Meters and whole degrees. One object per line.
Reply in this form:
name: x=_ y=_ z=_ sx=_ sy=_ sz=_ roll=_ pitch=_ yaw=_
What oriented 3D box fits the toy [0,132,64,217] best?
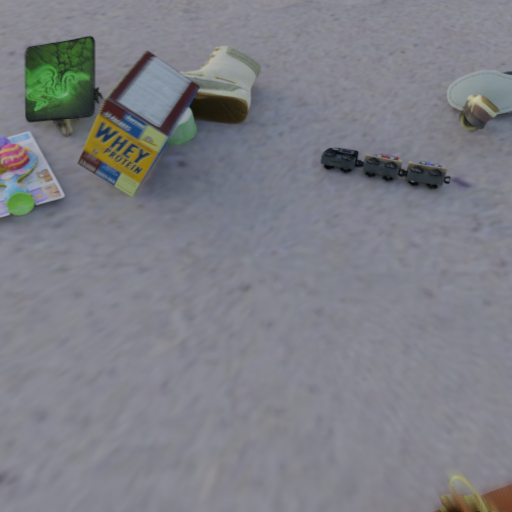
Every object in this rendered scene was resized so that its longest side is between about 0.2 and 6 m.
toy: x=-4.350 y=-1.583 z=9.654 sx=1.373 sy=0.563 sz=2.385 roll=-22 pitch=50 yaw=-21

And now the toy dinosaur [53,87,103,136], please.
toy dinosaur: x=-3.589 y=-3.158 z=11.252 sx=0.899 sy=0.484 sz=2.040 roll=-13 pitch=44 yaw=-3

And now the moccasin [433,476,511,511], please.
moccasin: x=1.945 y=2.543 z=5.266 sx=1.764 sy=0.681 sz=0.645 roll=-10 pitch=24 yaw=-15

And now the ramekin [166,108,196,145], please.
ramekin: x=-1.565 y=-2.516 z=10.596 sx=0.835 sy=0.408 sz=0.835 roll=-1 pitch=51 yaw=1

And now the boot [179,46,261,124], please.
boot: x=-1.134 y=-3.583 z=11.330 sx=2.301 sy=0.829 sz=1.779 roll=12 pitch=51 yaw=2

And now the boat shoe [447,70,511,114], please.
boat shoe: x=5.034 y=-3.247 z=11.137 sx=2.361 sy=0.893 sz=0.712 roll=3 pitch=11 yaw=16

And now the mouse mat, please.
mouse mat: x=-3.707 y=-3.282 z=10.502 sx=1.809 sy=1.456 sz=0.068 roll=3 pitch=4 yaw=28

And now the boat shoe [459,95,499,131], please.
boat shoe: x=4.000 y=-2.584 z=10.303 sx=0.594 sy=0.546 sz=1.662 roll=45 pitch=16 yaw=1

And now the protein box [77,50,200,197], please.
protein box: x=-1.940 y=-2.181 z=9.309 sx=1.066 sy=1.569 sz=1.581 roll=32 pitch=46 yaw=-12

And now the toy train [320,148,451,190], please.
toy train: x=2.245 y=-1.559 z=9.786 sx=2.237 sy=0.382 sz=0.512 roll=13 pitch=36 yaw=13
